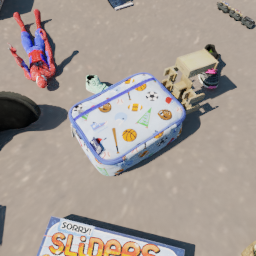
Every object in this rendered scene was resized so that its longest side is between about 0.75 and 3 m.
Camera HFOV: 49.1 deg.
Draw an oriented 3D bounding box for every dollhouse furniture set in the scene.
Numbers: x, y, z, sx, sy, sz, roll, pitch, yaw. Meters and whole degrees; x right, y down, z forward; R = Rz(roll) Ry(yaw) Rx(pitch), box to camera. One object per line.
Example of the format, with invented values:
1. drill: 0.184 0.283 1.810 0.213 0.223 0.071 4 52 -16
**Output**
1. dollhouse furniture set: 1.527 -1.180 6.833 0.830 1.250 1.096 -22 59 -21

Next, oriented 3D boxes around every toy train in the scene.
1. toy train: 3.549 -3.774 9.237 0.341 0.254 1.490 -35 67 -22

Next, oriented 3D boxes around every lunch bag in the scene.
1. lunch bag: -0.099 -0.193 6.794 2.587 0.977 2.073 -28 62 -16

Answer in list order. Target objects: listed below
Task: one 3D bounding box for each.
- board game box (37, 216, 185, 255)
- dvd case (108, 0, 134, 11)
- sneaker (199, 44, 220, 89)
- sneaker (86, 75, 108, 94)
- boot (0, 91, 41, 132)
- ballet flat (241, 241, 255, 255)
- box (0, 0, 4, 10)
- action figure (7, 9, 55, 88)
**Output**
1. board game box: -0.441 2.928 5.265 2.753 0.474 1.863 11 61 6
2. dvd case: -0.308 -4.453 9.727 0.683 0.073 0.919 -22 63 -12
3. sneaker: 2.299 -1.786 7.877 0.532 0.630 1.441 3 60 2
4. sneaker: -0.730 -1.107 7.529 0.953 0.562 0.351 21 62 11
5. boot: -3.472 0.223 6.478 2.647 0.996 1.979 -2 53 11
6. ballet flat: 3.127 2.230 5.552 2.043 0.667 0.720 -32 61 -18
7. box: -5.183 -4.531 8.940 1.844 1.514 1.530 0 60 0
8. action figure: -2.738 -2.502 7.879 0.971 1.472 2.975 -16 64 -9
